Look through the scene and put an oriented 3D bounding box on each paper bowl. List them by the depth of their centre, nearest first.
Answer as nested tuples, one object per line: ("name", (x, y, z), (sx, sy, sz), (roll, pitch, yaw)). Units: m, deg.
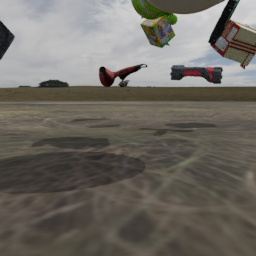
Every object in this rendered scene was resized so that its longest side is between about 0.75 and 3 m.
("paper bowl", (0.901, -2.647, 4.284), (2.156, 1.121, 2.156), (6, -20, 2))

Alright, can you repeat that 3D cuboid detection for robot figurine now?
("robot figurine", (0.833, -3.256, 6.566), (1.847, 1.620, 1.068), (-11, 28, 44))

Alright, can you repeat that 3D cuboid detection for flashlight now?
("flashlight", (2.074, -1.621, 8.562), (1.539, 0.523, 0.521), (5, 31, 22))

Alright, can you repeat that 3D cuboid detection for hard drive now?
("hard drive", (2.812, -3.178, 8.121), (0.255, 1.348, 0.942), (31, 47, 10))

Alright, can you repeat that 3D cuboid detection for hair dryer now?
("hair dryer", (-0.443, -2.432, 12.170), (2.399, 0.652, 1.827), (-13, -20, -48))

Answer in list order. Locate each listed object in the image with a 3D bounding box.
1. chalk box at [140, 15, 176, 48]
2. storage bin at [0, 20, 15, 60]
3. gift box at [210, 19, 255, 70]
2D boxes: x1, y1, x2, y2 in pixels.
("chalk box", (1.095, -3.315, 9.796), (0.721, 1.165, 0.725), (-44, 39, -9))
("storage bin", (-4.173, -2.316, 7.708), (1.767, 1.194, 0.828), (-2, -35, 28))
("gift box", (3.971, -2.988, 10.010), (1.342, 1.326, 1.437), (10, 40, -22))
